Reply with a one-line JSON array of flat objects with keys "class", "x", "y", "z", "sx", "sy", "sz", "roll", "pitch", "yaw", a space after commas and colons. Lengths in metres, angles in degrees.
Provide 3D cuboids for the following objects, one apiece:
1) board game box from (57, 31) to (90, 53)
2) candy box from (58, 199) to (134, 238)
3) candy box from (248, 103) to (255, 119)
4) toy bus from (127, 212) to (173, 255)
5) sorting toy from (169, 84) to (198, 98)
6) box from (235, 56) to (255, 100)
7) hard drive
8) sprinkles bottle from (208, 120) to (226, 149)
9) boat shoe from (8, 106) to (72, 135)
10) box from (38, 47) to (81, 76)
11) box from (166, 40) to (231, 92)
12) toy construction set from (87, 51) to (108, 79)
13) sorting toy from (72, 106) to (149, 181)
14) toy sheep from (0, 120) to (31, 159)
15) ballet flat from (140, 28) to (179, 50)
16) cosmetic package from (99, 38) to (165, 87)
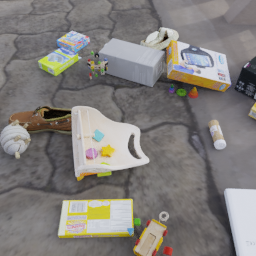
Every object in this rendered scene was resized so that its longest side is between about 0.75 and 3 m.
[{"class": "board game box", "x": -2.744, "y": -4.347, "z": 14.085, "sx": 1.182, "sy": 0.330, "sz": 1.157, "roll": 26, "pitch": 52, "yaw": 22}, {"class": "candy box", "x": -0.862, "y": 2.507, "z": 7.811, "sx": 2.011, "sy": 0.266, "sz": 1.028, "roll": -1, "pitch": 50, "yaw": 0}, {"class": "candy box", "x": 5.487, "y": -0.483, "z": 10.237, "sx": 1.739, "sy": 0.491, "sz": 1.015, "roll": 34, "pitch": 67, "yaw": 25}, {"class": "toy bus", "x": 0.615, "y": 2.880, "z": 7.253, "sx": 1.138, "sy": 0.588, "sz": 1.074, "roll": -12, "pitch": 53, "yaw": -4}, {"class": "sorting toy", "x": 2.297, "y": -1.574, "z": 11.477, "sx": 1.218, "sy": 0.420, "sz": 0.422, "roll": 12, "pitch": 49, "yaw": 10}, {"class": "box", "x": 5.611, "y": -2.140, "z": 11.475, "sx": 1.910, "sy": 1.187, "sz": 1.419, "roll": -36, "pitch": 57, "yaw": -28}, {"class": "hard drive", "x": 3.566, "y": 2.728, "z": 7.584, "sx": 1.481, "sy": 0.295, "sz": 2.246, "roll": 2, "pitch": 47, "yaw": 2}, {"class": "sprinkles bottle", "x": 3.122, "y": 0.223, "z": 9.848, "sx": 0.377, "sy": 0.377, "sz": 1.104, "roll": -1, "pitch": 47, "yaw": -1}, {"class": "boat shoe", "x": -3.018, "y": -0.399, "z": 10.050, "sx": 2.677, "sy": 0.910, "sz": 0.963, "roll": 1, "pitch": 47, "yaw": 1}, {"class": "box", "x": -3.114, "y": -3.150, "z": 12.940, "sx": 1.056, "sy": 0.413, "sz": 1.732, "roll": 29, "pitch": 54, "yaw": 23}, {"class": "box", "x": 3.063, "y": -2.557, "z": 11.682, "sx": 2.927, "sy": 0.607, "sz": 1.743, "roll": 10, "pitch": 57, "yaw": -11}, {"class": "toy construction set", "x": -1.284, "y": -2.409, "z": 11.498, "sx": 0.887, "sy": 1.064, "sz": 0.817, "roll": 16, "pitch": 36, "yaw": -24}, {"class": "sorting toy", "x": -0.571, "y": 0.597, "z": 8.999, "sx": 2.315, "sy": 1.374, "sz": 2.572, "roll": -2, "pitch": 45, "yaw": -13}, {"class": "toy sheep", "x": -3.738, "y": 0.386, "z": 9.313, "sx": 1.013, "sy": 1.013, "sz": 1.470, "roll": -12, "pitch": 50, "yaw": -11}, {"class": "ballet flat", "x": 1.613, "y": -4.374, "z": 13.712, "sx": 0.994, "sy": 0.919, "sz": 2.947, "roll": 29, "pitch": 53, "yaw": 25}, {"class": "cosmetic package", "x": 0.155, "y": -2.893, "z": 12.236, "sx": 2.608, "sy": 1.176, "sz": 1.393, "roll": 19, "pitch": 50, "yaw": 21}]
